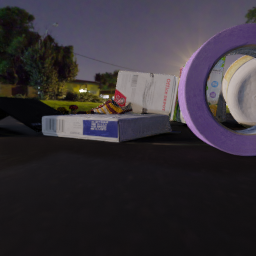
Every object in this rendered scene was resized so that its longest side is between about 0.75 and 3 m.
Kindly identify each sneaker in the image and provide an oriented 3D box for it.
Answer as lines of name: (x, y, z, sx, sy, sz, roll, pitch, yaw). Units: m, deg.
sneaker: (-0.698, -0.504, 8.267, 1.717, 0.774, 0.643, 6, 9, 9)

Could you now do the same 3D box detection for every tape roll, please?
tape roll: (1.356, -0.425, 3.301, 1.462, 1.462, 0.479, 0, 3, 2)

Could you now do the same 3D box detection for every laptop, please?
laptop: (-3.324, -0.066, 7.884, 2.934, 1.515, 2.600, -25, -3, 13)

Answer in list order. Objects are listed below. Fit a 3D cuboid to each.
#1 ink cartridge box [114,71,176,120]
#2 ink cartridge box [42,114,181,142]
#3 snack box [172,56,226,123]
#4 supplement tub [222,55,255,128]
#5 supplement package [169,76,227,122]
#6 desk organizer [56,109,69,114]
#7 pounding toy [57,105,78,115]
ink cartridge box: (0.636, -1.178, 10.238, 2.093, 1.520, 0.872, 8, -9, 14)
ink cartridge box: (-0.289, -0.078, 5.879, 2.133, 0.434, 2.137, 3, 5, 38)
snack box: (2.252, -1.178, 9.440, 0.782, 2.098, 2.951, 7, 4, -3)
supplement tub: (3.328, -1.002, 7.068, 1.742, 1.742, 2.412, 1, 16, 15)
supplement package: (2.935, -1.232, 12.105, 2.426, 1.890, 1.345, 2, 5, 25)
desk organizer: (-2.927, -0.444, 10.753, 0.577, 0.537, 1.498, 4, 5, 22)
pounding toy: (-2.094, -0.463, 9.698, 1.155, 0.694, 1.496, -1, 4, -13)
